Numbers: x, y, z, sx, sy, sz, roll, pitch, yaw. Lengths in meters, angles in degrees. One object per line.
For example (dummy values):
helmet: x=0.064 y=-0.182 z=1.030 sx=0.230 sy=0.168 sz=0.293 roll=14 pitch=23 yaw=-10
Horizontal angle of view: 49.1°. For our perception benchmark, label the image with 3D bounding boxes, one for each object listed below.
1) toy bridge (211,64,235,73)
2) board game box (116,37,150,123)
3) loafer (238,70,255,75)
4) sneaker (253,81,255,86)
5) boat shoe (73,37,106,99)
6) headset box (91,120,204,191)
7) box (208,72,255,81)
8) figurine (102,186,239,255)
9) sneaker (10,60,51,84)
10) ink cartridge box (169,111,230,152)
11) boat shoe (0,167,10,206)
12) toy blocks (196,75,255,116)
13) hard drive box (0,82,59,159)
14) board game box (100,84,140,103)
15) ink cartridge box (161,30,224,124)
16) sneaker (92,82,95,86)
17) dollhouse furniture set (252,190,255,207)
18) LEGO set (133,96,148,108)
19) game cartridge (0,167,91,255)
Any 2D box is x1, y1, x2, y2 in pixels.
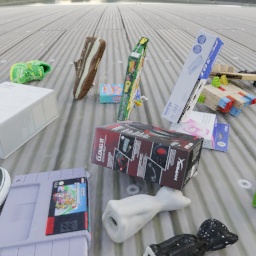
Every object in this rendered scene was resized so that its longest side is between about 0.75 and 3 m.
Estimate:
toy bridge: x=4.485 y=-2.948 z=13.928 sx=0.895 sy=0.362 sz=2.663 roll=7 pitch=11 yaw=36
board game box: x=0.114 y=-1.372 z=9.201 sx=0.333 sy=2.840 sz=1.488 roll=20 pitch=42 yaw=7
loafer: x=6.080 y=-2.786 z=14.239 sx=1.520 sy=0.479 sz=0.546 roll=3 pitch=20 yaw=3
sneaker: x=6.210 y=-2.236 z=13.477 sx=0.354 sy=0.337 sz=0.893 roll=6 pitch=30 yaw=15
boat shoe: x=-1.886 y=-2.609 z=12.025 sx=1.010 sy=2.731 sz=1.008 roll=23 pitch=-1 yaw=10
headset box: x=0.452 y=0.546 z=7.399 sx=2.658 sy=0.997 sz=1.976 roll=14 pitch=12 yaw=23
box: x=4.644 y=-2.369 z=12.743 sx=2.265 sy=0.295 sz=2.771 roll=15 pitch=16 yaw=42
figurine: x=0.836 y=1.990 z=5.766 sx=2.081 sy=0.918 sz=2.133 roll=-11 pitch=30 yaw=-34
sneaker: x=-4.766 y=-2.799 z=13.809 sx=1.099 sy=0.974 sz=2.629 roll=7 pitch=30 yaw=20
ink cartridge box: x=2.455 y=0.008 z=9.516 sx=1.908 sy=0.413 sz=1.873 roll=8 pitch=30 yaw=17
boat shoe: x=-3.339 y=1.547 z=6.174 sx=0.857 sy=0.844 sz=2.379 roll=-22 pitch=29 yaw=9
toy blocks: x=3.920 y=-1.123 z=10.969 sx=2.337 sy=1.168 sz=1.597 roll=-18 pitch=46 yaw=-39
hard drive box: x=-4.182 y=-0.428 z=9.510 sx=2.298 sy=1.132 sz=2.949 roll=11 pitch=32 yaw=18
board game box: x=-0.386 y=-1.512 z=12.134 sx=1.658 sy=0.373 sz=1.261 roll=-2 pitch=30 yaw=-5
ink cartridge box: x=1.991 y=-1.485 z=8.626 sx=0.599 sy=2.709 sz=1.273 roll=29 pitch=19 yaw=21
sneaker: x=-2.031 y=-2.245 z=13.497 sx=0.580 sy=0.481 sz=1.217 roll=-33 pitch=38 yaw=-12
dollhouse furniture set: x=3.601 y=1.557 z=6.995 sx=0.751 sy=0.580 sz=1.503 roll=15 pitch=13 yaw=38
LEGO set: x=0.291 y=-1.041 z=11.045 sx=0.899 sy=0.369 sz=0.343 roll=-14 pitch=44 yaw=43
game cartridge: x=-1.750 y=1.821 z=5.980 sx=1.866 sy=0.552 sz=2.878 roll=-11 pitch=26 yaw=-5
